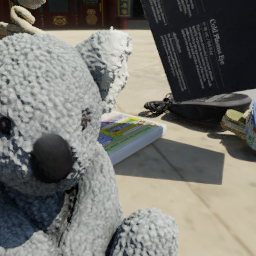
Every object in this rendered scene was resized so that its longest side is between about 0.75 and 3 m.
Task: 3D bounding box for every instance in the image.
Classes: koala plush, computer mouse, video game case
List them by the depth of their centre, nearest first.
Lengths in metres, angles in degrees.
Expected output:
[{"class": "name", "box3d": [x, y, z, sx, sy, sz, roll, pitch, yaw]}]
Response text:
[{"class": "koala plush", "box3d": [-1.002, 0.311, 3.211, 2.563, 2.890, 2.656, -9, 24, -18]}, {"class": "video game case", "box3d": [-0.877, 0.155, 6.914, 2.588, 0.314, 2.843, 17, 27, 35]}, {"class": "computer mouse", "box3d": [2.118, -0.551, 8.190, 2.033, 0.774, 2.936, -21, 20, -40]}]

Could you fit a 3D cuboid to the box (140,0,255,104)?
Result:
[{"class": "box", "box3d": [1.739, -2.087, 4.700, 2.514, 2.761, 1.437, -6, 28, 34]}]

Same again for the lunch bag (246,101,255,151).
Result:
[{"class": "lunch bag", "box3d": [3.500, 0.026, 6.219, 1.756, 0.664, 1.407, 16, 44, 8]}]

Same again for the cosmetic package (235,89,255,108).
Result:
[{"class": "cosmetic package", "box3d": [3.791, -1.961, 9.728, 1.995, 1.993, 2.418, 0, 24, -2]}]

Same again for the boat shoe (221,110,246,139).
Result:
[{"class": "boat shoe", "box3d": [2.977, 0.027, 6.922, 1.354, 0.463, 0.506, 28, 48, 10]}]

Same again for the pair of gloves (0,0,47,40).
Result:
[{"class": "pair of gloves", "box3d": [-1.478, -1.811, 4.169, 2.220, 2.610, 0.458, 19, 49, 28]}]
